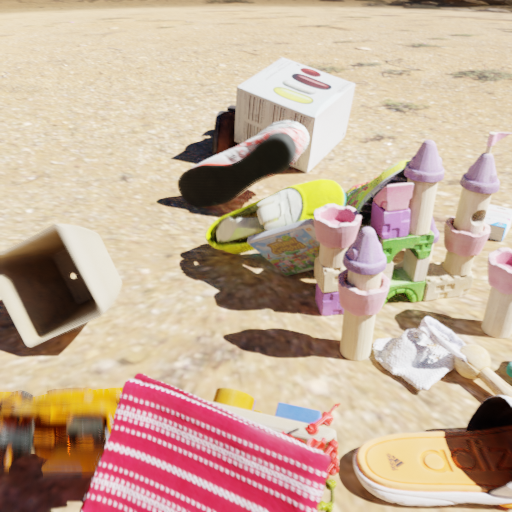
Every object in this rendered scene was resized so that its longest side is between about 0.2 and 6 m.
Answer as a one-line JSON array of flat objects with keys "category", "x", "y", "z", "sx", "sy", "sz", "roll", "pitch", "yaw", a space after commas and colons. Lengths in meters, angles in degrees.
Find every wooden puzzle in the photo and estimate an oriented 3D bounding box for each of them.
[{"category": "wooden puzzle", "x": 0.124, "y": 1.703, "z": 5.642, "sx": 1.431, "sy": 1.545, "sz": 0.358, "roll": 9, "pitch": 65, "yaw": 15}]

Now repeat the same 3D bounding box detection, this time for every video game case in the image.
[{"category": "video game case", "x": 0.656, "y": -0.104, "z": 8.733, "sx": 1.214, "sy": 1.105, "sz": 0.134, "roll": -15, "pitch": 50, "yaw": 36}]

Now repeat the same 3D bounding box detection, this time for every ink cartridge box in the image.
[{"category": "ink cartridge box", "x": 4.594, "y": -0.644, "z": 10.781, "sx": 0.537, "sy": 0.316, "sz": 0.932, "roll": 18, "pitch": 35, "yaw": 29}]

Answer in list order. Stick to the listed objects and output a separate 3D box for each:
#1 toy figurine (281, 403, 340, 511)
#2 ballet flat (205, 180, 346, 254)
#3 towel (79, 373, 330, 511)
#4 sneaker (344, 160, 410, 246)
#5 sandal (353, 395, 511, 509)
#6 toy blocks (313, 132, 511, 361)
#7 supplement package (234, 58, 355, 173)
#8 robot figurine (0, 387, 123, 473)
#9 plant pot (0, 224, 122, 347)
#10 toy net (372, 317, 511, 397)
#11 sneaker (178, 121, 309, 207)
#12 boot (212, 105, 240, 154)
[{"category": "toy figurine", "x": 0.078, "y": 1.903, "z": 4.951, "sx": 1.021, "sy": 1.704, "sz": 0.899, "roll": 19, "pitch": 38, "yaw": 31}, {"category": "ballet flat", "x": 0.172, "y": -0.559, "z": 9.012, "sx": 0.895, "sy": 0.892, "sz": 2.671, "roll": 3, "pitch": -15, "yaw": -44}, {"category": "towel", "x": -0.687, "y": 2.333, "z": 4.035, "sx": 1.834, "sy": 2.536, "sz": 0.285, "roll": 16, "pitch": -11, "yaw": 26}, {"category": "sneaker", "x": 1.777, "y": -0.885, "z": 8.880, "sx": 0.826, "sy": 2.113, "sz": 0.954, "roll": 10, "pitch": 53, "yaw": -25}, {"category": "sandal", "x": 2.462, "y": 1.961, "z": 5.737, "sx": 2.870, "sy": 0.822, "sz": 1.099, "roll": -3, "pitch": 30, "yaw": -5}, {"category": "toy blocks", "x": 2.099, "y": -0.517, "z": 8.258, "sx": 2.898, "sy": 2.610, "sz": 3.101, "roll": -7, "pitch": 31, "yaw": -11}, {"category": "supplement package", "x": 0.927, "y": -3.521, "z": 13.804, "sx": 2.147, "sy": 1.579, "sz": 2.054, "roll": 27, "pitch": 49, "yaw": 20}, {"category": "robot figurine", "x": -1.940, "y": 1.776, "z": 5.749, "sx": 2.479, "sy": 0.722, "sz": 1.797, "roll": -1, "pitch": -4, "yaw": 3}, {"category": "plant pot", "x": -2.623, "y": 0.300, "z": 7.760, "sx": 1.292, "sy": 1.290, "sz": 1.144, "roll": -24, "pitch": 5, "yaw": 18}, {"category": "toy net", "x": 3.347, "y": 1.238, "z": 7.135, "sx": 3.583, "sy": 0.692, "sz": 1.879, "roll": 12, "pitch": 32, "yaw": 20}, {"category": "sneaker", "x": -0.206, "y": -1.917, "z": 11.648, "sx": 2.824, "sy": 0.943, "sz": 1.514, "roll": -19, "pitch": 17, "yaw": 31}, {"category": "boot", "x": 0.414, "y": -3.121, "z": 14.879, "sx": 2.908, "sy": 0.996, "sz": 2.738, "roll": 13, "pitch": 25, "yaw": 7}]
